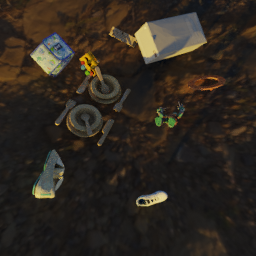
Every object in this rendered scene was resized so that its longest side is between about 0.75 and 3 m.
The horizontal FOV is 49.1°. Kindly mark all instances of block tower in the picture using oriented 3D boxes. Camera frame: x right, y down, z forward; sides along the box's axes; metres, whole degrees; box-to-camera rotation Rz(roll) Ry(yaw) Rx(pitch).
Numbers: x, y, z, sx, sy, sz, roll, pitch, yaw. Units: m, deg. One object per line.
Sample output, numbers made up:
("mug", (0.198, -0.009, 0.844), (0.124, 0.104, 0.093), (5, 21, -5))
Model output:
("block tower", (-0.163, -3.317, 10.219), (1.123, 0.303, 0.325), (30, 100, 18))

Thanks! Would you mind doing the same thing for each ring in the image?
("ring", (2.589, -1.483, 9.273), (1.222, 0.117, 1.222), (-10, 27, 5))

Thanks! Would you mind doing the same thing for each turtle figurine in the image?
("turtle figurine", (1.297, -0.359, 8.427), (0.899, 0.604, 1.201), (-13, 14, 29))

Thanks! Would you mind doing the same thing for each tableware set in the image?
("tableware set", (-1.033, -0.829, 8.844), (1.617, 0.490, 2.446), (25, 62, 4))

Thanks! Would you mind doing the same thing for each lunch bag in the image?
("lunch bag", (-2.466, -2.439, 9.306), (1.138, 0.725, 0.968), (-43, 90, 5))

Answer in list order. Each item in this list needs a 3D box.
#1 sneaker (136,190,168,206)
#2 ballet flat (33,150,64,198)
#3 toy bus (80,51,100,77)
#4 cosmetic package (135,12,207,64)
("sneaker", (0.628, 1.876, 7.335), (0.890, 0.323, 0.320), (-21, 100, 26))
("ballet flat", (-1.968, 1.217, 7.374), (0.588, 0.636, 1.885), (9, 26, -5))
("toy bus", (-1.180, -2.131, 9.377), (0.460, 0.890, 0.840), (-32, 63, 23))
("cosmetic package", (1.474, -3.082, 9.585), (2.201, 0.992, 1.175), (-20, 92, -23))
